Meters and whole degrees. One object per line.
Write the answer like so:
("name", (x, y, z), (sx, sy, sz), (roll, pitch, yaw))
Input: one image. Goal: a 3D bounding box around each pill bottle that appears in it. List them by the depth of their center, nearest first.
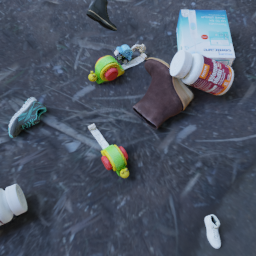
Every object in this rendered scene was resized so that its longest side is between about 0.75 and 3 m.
("pill bottle", (-4.243, 2.529, 8.552), (2.021, 1.107, 1.107), (-22, 64, -11))
("pill bottle", (2.772, -2.096, 10.586), (2.186, 1.198, 1.198), (16, 60, -20))

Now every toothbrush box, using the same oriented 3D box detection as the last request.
("toothbrush box", (3.175, -3.630, 11.859), (1.999, 1.164, 2.730), (2, 63, 1))

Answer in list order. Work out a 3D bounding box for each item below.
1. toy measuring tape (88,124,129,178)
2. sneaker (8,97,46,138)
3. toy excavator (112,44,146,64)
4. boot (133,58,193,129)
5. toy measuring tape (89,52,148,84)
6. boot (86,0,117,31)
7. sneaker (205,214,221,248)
("toy measuring tape", (-0.707, 0.665, 9.709), (0.915, 0.915, 2.488), (-29, 65, -15))
("sneaker", (-3.698, -0.338, 10.384), (0.807, 0.686, 1.768), (24, 65, 8))
("toy excavator", (0.080, -3.247, 11.817), (1.120, 1.089, 0.559), (-44, 48, 19))
("boot", (0.986, -1.424, 10.777), (2.175, 0.946, 2.615), (-36, 71, -20))
("toy measuring tape", (-0.390, -2.664, 11.460), (2.764, 1.017, 1.017), (-29, 65, -15))
("boot", (-0.836, -4.488, 10.920), (0.530, 1.369, 0.947), (26, 92, 49))
("sneaker", (2.623, 3.140, 8.534), (0.359, 0.563, 0.974), (-10, 64, -7))
